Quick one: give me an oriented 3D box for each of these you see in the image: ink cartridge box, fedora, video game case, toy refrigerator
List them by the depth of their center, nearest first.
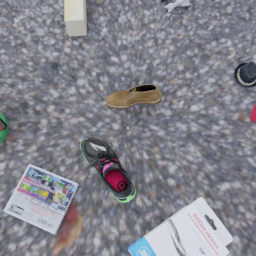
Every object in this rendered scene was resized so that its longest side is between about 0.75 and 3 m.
[{"bbox_3d":[1.356,2.812,6.773,2.399,0.800,1.389,-32,71,-12],"label":"ink cartridge box"},{"bbox_3d":[-2.308,1.868,7.512,1.524,0.175,1.389,20,69,9],"label":"video game case"},{"bbox_3d":[3.856,-1.770,8.886,0.932,0.426,0.932,0,68,0],"label":"fedora"},{"bbox_3d":[-1.845,-4.238,9.734,0.702,0.762,2.008,-4,68,-1],"label":"toy refrigerator"}]

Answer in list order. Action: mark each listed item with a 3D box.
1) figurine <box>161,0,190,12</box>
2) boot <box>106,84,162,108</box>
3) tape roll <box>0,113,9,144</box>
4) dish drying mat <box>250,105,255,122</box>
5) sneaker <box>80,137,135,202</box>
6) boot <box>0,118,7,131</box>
[{"bbox_3d":[1.654,-4.672,10.165,0.899,0.397,0.921,-25,70,-2],"label":"figurine"},{"bbox_3d":[0.094,-0.985,8.133,1.697,0.640,0.625,-5,64,18],"label":"boot"},{"bbox_3d":[-4.169,0.027,8.210,1.226,0.295,1.226,0,68,1],"label":"tape roll"},{"bbox_3d":[4.014,-0.220,7.891,0.115,0.485,1.263,-3,25,-25],"label":"dish drying mat"},{"bbox_3d":[-0.506,0.998,7.482,0.808,0.882,2.105,-38,72,-14],"label":"sneaker"},{"bbox_3d":[-4.381,0.179,7.715,1.601,0.582,1.700,29,74,10],"label":"boot"}]
